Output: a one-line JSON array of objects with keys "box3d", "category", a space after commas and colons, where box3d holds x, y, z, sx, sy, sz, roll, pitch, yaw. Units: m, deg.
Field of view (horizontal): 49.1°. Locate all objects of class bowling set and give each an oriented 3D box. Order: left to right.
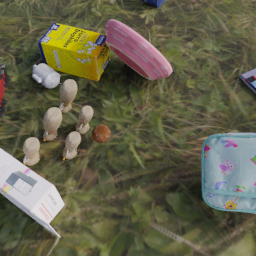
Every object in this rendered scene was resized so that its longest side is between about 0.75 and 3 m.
[{"box3d": [-1.620, 0.212, 8.120, 1.961, 1.512, 2.817, 29, 58, -3], "category": "bowling set"}]

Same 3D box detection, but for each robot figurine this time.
[{"box3d": [-2.820, -1.799, 9.711, 1.129, 0.637, 0.957, 37, 43, 22], "category": "robot figurine"}]

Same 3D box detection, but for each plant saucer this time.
[{"box3d": [0.235, -2.410, 9.177, 2.627, 2.627, 0.666, 40, 95, 23], "category": "plant saucer"}]

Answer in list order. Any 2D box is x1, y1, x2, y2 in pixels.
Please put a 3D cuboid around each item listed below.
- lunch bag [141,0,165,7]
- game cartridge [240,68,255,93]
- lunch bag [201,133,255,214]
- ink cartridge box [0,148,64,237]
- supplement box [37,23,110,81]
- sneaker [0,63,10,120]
[{"box3d": [1.265, -6.270, 12.465, 1.029, 1.057, 1.556, 29, 61, 18], "category": "lunch bag"}, {"box3d": [4.661, -1.542, 9.801, 0.837, 0.248, 1.291, -22, 59, -19], "category": "game cartridge"}, {"box3d": [3.111, 1.131, 6.867, 2.524, 0.973, 2.025, 1, 88, 22], "category": "lunch bag"}, {"box3d": [-2.447, 1.620, 6.966, 2.324, 1.361, 0.782, 29, 61, 18], "category": "ink cartridge box"}, {"box3d": [-1.865, -2.718, 9.991, 2.167, 1.187, 1.179, 16, 57, 10], "category": "supplement box"}, {"box3d": [-4.610, -1.095, 9.096, 1.213, 0.877, 2.482, -7, 54, -6], "category": "sneaker"}]
